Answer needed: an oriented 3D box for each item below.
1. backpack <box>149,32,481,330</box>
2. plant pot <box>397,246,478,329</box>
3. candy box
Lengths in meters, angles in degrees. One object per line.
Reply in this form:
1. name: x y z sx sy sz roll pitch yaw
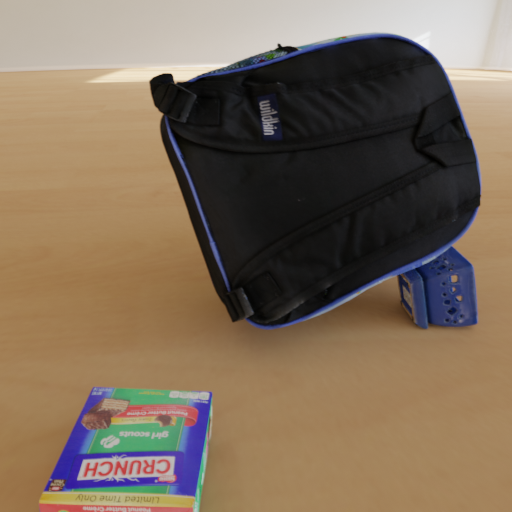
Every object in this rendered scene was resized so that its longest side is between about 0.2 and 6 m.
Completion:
1. backpack: 0.796 -1.140 7.568 3.617 3.310 2.658 -21 9 -8
2. plant pot: 2.414 0.435 7.613 0.818 0.910 0.910 -13 23 0
3. candy box: -1.047 1.801 4.914 1.208 0.550 1.429 2 25 1
